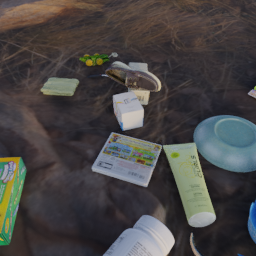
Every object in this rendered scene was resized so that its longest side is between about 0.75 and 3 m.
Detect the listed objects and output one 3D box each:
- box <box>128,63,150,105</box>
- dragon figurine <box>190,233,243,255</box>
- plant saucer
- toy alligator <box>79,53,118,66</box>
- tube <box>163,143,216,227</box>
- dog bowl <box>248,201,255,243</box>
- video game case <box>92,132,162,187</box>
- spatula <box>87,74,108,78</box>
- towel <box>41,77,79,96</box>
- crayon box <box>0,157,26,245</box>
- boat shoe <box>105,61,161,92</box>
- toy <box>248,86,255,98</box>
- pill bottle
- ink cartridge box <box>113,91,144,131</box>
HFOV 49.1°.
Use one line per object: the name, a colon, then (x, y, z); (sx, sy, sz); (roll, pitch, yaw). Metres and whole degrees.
box: (0.408, -1.860, 11.504); (0.828, 0.689, 2.015); (4, 44, -2)
dragon figurine: (2.454, 3.360, 6.249); (1.234, 0.731, 2.483); (-21, 49, -19)
plant saucer: (3.575, 0.302, 9.500); (2.611, 0.503, 2.611); (0, 44, 0)
toy alligator: (-1.349, -3.156, 13.036); (1.851, 0.445, 0.614); (-10, 45, -18)
tube: (1.781, 1.453, 8.236); (0.822, 0.736, 2.834); (30, 32, -27)
dog bowl: (4.166, 2.149, 7.496); (1.561, 0.694, 2.801); (25, 51, 23)
video game case: (0.000, 0.959, 9.041); (1.817, 0.208, 1.654); (14, 47, 15)
spatula: (-1.037, -2.284, 12.317); (1.509, 0.155, 0.426); (-1, 35, 1)
towel: (-2.834, -1.748, 11.720); (1.396, 0.255, 1.036); (6, 46, 6)
crayon box: (-3.790, 1.938, 7.689); (1.429, 0.701, 2.407); (-3, 45, -3)
boat shoe: (0.139, -1.795, 10.344); (2.237, 0.805, 0.725); (29, 50, 23)
toy: (6.009, -1.227, 11.030); (1.208, 0.495, 2.098); (-34, 54, -28)
pill bottle: (0.066, 3.049, 6.239); (1.184, 1.184, 2.089); (30, 52, 27)
ink cartridge box: (-0.003, -0.635, 10.189); (0.814, 0.828, 1.125); (-13, 45, -12)
